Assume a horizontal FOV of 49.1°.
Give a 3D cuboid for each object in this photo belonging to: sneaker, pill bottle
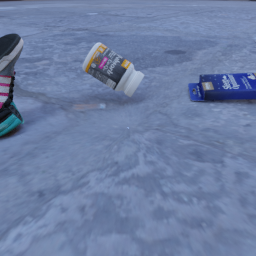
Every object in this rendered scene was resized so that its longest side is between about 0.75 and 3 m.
[{"bbox_3d":[-3.145,-0.837,6.990,1.158,1.672,2.769,18,69,32],"label":"sneaker"},{"bbox_3d":[-0.429,-1.746,8.574,1.726,1.004,1.004,31,31,-5],"label":"pill bottle"}]

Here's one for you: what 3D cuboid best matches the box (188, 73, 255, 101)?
[{"bbox_3d":[3.185,-1.358,9.149,2.319,0.376,1.405,-2,33,8],"label":"box"}]
